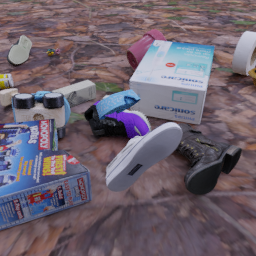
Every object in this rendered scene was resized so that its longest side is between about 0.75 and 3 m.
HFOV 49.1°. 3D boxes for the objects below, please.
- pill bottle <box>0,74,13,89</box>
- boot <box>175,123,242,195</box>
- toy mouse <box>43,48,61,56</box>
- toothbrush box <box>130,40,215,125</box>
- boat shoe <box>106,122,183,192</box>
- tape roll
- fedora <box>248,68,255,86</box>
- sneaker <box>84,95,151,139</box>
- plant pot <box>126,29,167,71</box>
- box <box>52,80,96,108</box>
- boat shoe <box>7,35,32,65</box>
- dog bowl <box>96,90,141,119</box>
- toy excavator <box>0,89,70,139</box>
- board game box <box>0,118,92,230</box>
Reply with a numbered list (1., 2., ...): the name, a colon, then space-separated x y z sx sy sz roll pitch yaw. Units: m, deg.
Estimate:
1. pill bottle: -4.655 -1.651 10.070 0.927 0.506 0.506 -8 35 -13
2. boot: 1.404 0.572 6.642 1.898 0.755 2.180 28 33 37
3. toy mouse: -3.502 -3.611 13.296 0.880 0.170 0.782 9 35 12
4. toothbrush box: 1.501 -1.611 9.093 2.182 1.271 2.980 11 43 15
5. boat shoe: 0.174 0.397 4.707 1.646 0.606 0.538 -41 40 19
6. tape roll: 4.678 -2.900 10.941 0.571 1.634 1.634 23 40 32
7. fedora: 5.022 -1.736 10.148 1.373 0.560 1.373 1 34 -1
8. sneaker: -0.382 -0.056 7.539 1.163 0.813 2.338 -29 39 -26
9. plant pot: 0.758 -2.992 11.338 1.380 1.541 1.541 -30 42 -14
10. box: -1.741 -1.084 9.181 1.391 0.572 0.476 -26 43 -32
11. boat shoe: -4.975 -3.383 12.654 0.741 0.787 2.192 -29 35 22
12. dog bowl: -0.213 -0.519 5.904 1.161 0.647 0.288 -24 83 -53
13. toy excavator: -2.804 -0.624 8.204 2.280 1.171 2.345 -1 21 -5
14. board game box: -2.234 0.910 5.924 2.806 0.866 2.807 -5 34 -9
